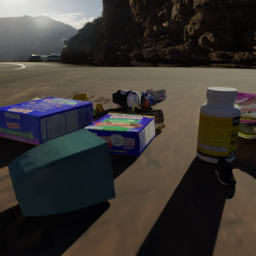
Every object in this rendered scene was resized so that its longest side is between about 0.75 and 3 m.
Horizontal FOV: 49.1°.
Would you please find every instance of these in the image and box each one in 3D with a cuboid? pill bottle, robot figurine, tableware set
[{"bbox_3d":[2.661,-0.116,8.227,1.156,2.078,1.156,0,16,0],"label":"pill bottle"},{"bbox_3d":[-0.092,-1.620,15.425,1.632,1.018,1.226,11,58,34],"label":"robot figurine"},{"bbox_3d":[-2.345,-1.174,14.415,2.813,0.432,1.895,16,36,35],"label":"tableware set"}]

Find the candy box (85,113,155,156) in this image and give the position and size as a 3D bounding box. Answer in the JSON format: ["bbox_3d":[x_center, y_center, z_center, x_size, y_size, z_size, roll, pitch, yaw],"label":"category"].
[{"bbox_3d":[-0.201,0.148,9.559,1.856,0.845,2.195,4,15,18],"label":"candy box"}]

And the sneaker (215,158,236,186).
[{"bbox_3d":[2.433,1.073,7.042,0.386,0.446,1.019,0,16,-1],"label":"sneaker"}]

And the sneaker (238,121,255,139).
[{"bbox_3d":[4.391,-0.022,9.341,1.773,0.718,0.655,12,44,14],"label":"sneaker"}]

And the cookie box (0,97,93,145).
[{"bbox_3d":[-3.232,-0.394,10.979,2.511,1.103,2.935,10,18,30],"label":"cookie box"}]

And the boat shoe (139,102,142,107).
[{"bbox_3d":[0.537,-1.479,16.224,0.342,0.418,1.132,-40,32,11],"label":"boat shoe"}]

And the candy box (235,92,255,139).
[{"bbox_3d":[4.871,-0.563,11.146,1.806,0.808,2.648,10,33,33],"label":"candy box"}]

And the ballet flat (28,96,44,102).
[{"bbox_3d":[-4.511,-0.939,13.365,1.038,0.877,2.745,-3,17,-3],"label":"ballet flat"}]

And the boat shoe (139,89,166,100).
[{"bbox_3d":[1.457,-2.157,17.912,2.190,0.720,0.788,-4,16,-14],"label":"boat shoe"}]

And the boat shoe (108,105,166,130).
[{"bbox_3d":[0.314,-0.549,11.907,2.749,0.903,0.982,10,19,31],"label":"boat shoe"}]

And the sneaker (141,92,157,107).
[{"bbox_3d":[1.178,-1.615,16.317,0.751,0.722,1.915,5,24,-10],"label":"sneaker"}]

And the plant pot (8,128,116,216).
[{"bbox_3d":[-1.447,1.000,5.959,1.865,1.318,1.317,-17,22,-27],"label":"plant pot"}]
